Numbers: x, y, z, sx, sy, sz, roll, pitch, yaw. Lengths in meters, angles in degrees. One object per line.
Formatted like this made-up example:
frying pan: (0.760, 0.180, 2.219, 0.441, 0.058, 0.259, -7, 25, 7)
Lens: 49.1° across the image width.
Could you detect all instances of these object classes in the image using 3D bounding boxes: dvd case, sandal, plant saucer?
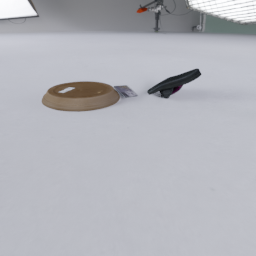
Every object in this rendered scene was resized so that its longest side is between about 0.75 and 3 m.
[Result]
dvd case: (-0.071, -1.407, 10.732, 0.651, 0.070, 0.875, 46, 32, 20)
sandal: (1.601, -1.464, 10.235, 1.032, 0.657, 2.745, -34, 13, -23)
plant saucer: (-1.764, -1.277, 10.558, 2.918, 0.430, 2.918, 0, 24, 0)
